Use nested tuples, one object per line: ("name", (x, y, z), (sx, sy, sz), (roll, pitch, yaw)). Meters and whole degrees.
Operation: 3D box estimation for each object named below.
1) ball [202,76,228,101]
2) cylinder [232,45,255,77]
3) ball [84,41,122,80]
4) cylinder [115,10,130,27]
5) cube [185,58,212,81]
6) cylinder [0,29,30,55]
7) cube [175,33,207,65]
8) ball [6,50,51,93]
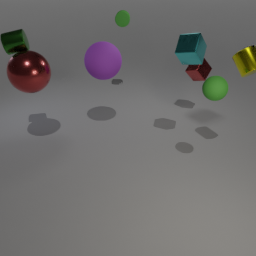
("ball", (2.433, -1.107, 7.818), (0.700, 0.700, 0.700), (0, 29, 0))
("cylinder", (3.584, -1.974, 8.338), (0.700, 0.700, 0.700), (-22, -8, -3))
("ball", (-0.931, -2.507, 10.470), (1.400, 1.400, 1.400), (0, 29, 0))
("cylinder", (-0.255, -5.241, 13.410), (0.700, 0.700, 0.700), (1, 28, 1))
("cube", (3.069, -2.531, 12.180), (0.700, 0.700, 0.700), (12, 66, 56))
("cylinder", (-3.730, -2.849, 9.278), (0.700, 0.700, 0.700), (-15, 30, -3))
("cube", (1.989, -2.481, 8.837), (0.700, 0.700, 0.700), (8, -16, 34))
("ball", (-3.284, -1.861, 9.324), (1.400, 1.400, 1.400), (0, 29, 0))
